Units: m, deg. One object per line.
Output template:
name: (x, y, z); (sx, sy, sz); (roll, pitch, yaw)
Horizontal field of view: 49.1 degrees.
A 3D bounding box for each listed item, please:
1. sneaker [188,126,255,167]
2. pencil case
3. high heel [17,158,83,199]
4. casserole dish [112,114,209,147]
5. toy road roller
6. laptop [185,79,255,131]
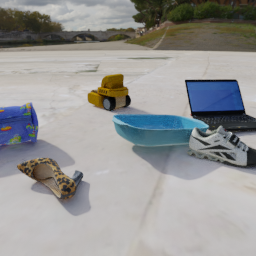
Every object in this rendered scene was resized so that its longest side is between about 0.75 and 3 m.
sneaker: (2.273, 0.379, 6.393); (1.777, 0.786, 0.658); (9, 19, 21)
pencil case: (-3.593, 0.031, 6.851); (2.763, 1.078, 1.200); (-10, 0, -26)
high heel: (-1.559, 0.924, 5.165); (1.342, 0.479, 0.957); (10, 13, 3)
casserole dish: (0.834, 0.036, 7.353); (2.698, 0.523, 1.634); (-1, 15, -30)
toy road roller: (-0.735, -1.498, 11.027); (1.097, 1.303, 1.785); (-16, 25, -39)
laptop: (3.224, -0.824, 9.121); (2.094, 1.220, 2.362); (-3, 18, -12)
